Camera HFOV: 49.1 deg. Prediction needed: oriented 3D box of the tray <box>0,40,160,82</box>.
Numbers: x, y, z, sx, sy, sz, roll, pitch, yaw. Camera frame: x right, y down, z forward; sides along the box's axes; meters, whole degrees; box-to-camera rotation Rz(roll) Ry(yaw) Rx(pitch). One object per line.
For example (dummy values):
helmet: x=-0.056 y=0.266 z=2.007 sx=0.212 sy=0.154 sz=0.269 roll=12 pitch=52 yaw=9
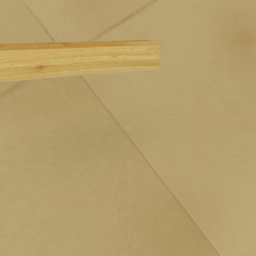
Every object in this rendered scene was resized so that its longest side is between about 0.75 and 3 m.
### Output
tray: x=-1.070 y=-1.156 z=4.683 sx=2.876 sy=1.419 sz=0.533 roll=-11 pitch=107 yaw=-25
